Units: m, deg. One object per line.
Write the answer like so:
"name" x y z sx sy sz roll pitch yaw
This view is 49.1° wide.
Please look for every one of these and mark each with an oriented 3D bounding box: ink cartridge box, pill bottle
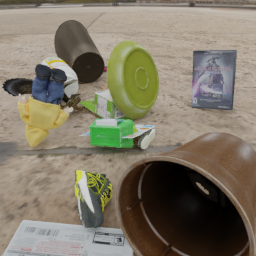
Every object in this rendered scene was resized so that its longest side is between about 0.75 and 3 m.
"ink cartridge box" -0.624 -1.101 10.653 1.674 0.858 2.265 -18 34 -37
"pill bottle" -2.972 -2.150 12.165 1.331 1.331 2.396 -13 32 -22

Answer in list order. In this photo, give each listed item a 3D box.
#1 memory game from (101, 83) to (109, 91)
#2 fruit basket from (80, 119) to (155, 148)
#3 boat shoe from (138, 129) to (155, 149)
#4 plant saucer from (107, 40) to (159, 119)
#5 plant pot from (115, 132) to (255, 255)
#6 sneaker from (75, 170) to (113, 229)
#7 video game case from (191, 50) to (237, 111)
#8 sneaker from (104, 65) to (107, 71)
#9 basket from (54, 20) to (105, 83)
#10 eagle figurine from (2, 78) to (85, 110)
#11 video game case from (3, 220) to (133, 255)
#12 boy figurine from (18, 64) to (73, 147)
"memory game" -0.405 -1.873 12.916 1.742 0.111 1.742 0 29 0
"fruit basket" -0.293 0.013 8.699 1.773 0.897 1.914 3 18 25
"boat shoe" 0.522 0.320 8.694 0.344 0.411 1.149 12 25 20
"plant saucer" 0.351 -1.703 9.824 0.428 2.755 2.755 -1 23 39
"plant pot" 1.383 1.234 5.312 2.385 2.385 2.361 19 27 30
"sneaker" -0.691 1.419 6.146 0.851 0.749 2.010 -2 18 -16
"video game case" 3.172 -1.781 10.456 1.550 2.170 0.206 8 21 29
"sneaker" -1.189 -3.201 15.055 0.412 0.348 0.942 14 27 35
"basket" -2.397 -3.618 14.038 1.968 2.609 2.894 -15 43 -18
"eagle figurine" -3.040 -1.361 10.280 2.491 1.890 1.880 37 74 12
"video game case" -1.135 2.561 4.796 2.346 0.274 2.133 4 29 5
"boy figurine" -2.377 -0.510 8.058 1.520 2.445 0.788 8 32 -22
